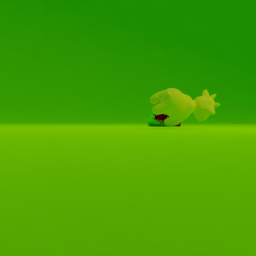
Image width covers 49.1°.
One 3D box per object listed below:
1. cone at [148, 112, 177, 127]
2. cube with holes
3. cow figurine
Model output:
[{"bbox_3d":[1.627,-0.327,12.038,1.142,1.138,1.138,29,13,22],"label":"cone"},{"bbox_3d":[1.638,-0.554,11.017,0.768,0.768,0.768,8,-11,43],"label":"cube with holes"},{"bbox_3d":[1.412,-0.581,6.844,1.381,0.770,1.403,-25,-37,25],"label":"cow figurine"}]
